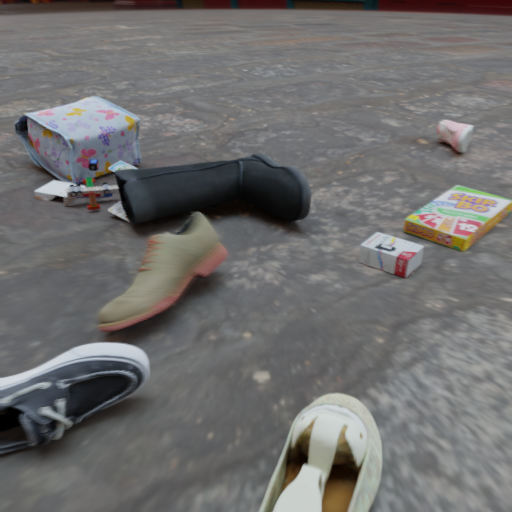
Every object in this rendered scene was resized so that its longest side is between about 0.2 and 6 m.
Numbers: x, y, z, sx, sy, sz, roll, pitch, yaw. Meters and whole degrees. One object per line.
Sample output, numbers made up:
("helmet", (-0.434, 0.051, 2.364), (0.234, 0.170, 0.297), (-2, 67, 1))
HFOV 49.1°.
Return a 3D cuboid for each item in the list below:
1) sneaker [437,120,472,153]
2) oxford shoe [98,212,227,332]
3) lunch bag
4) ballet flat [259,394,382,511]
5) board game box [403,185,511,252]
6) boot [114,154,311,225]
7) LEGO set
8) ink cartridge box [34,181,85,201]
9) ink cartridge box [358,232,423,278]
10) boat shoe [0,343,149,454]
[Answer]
("sneaker", (4.794, -2.936, 13.711), (0.827, 0.595, 1.582), (15, 26, 20))
("oxford shoe", (-1.357, 0.182, 7.566), (0.799, 0.848, 2.267), (-8, 24, 40))
("lunch bag", (-3.921, -2.629, 12.365), (2.232, 1.419, 1.893), (32, 43, 29))
("ballet flat", (0.556, 1.912, 4.709), (0.923, 0.853, 2.736), (10, 30, 16))
("board game box", (3.720, -0.758, 10.117), (1.104, 0.347, 2.312), (24, 34, 35))
("boot", (-0.824, -1.091, 9.889), (2.926, 0.960, 2.411), (-8, 23, -23))
("LEGO set", (-2.707, -1.234, 10.891), (1.978, 0.485, 1.477), (26, 43, 16))
("ink cartridge box", (-3.887, -1.264, 11.146), (0.782, 0.196, 0.634), (13, 32, 15))
("ink cartridge box", (2.092, -0.024, 8.726), (0.812, 0.336, 0.592), (20, 35, 32))
("boat shoe", (-2.117, 1.509, 5.524), (2.207, 0.792, 0.748), (-12, 31, -15))
